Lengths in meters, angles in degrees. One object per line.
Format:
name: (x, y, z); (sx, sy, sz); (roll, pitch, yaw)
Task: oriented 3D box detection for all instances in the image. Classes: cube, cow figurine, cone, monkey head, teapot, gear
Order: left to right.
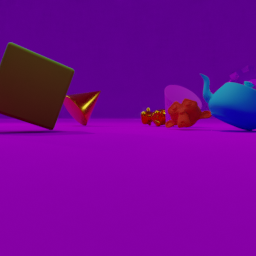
cube: (-1.743, -0.698, 4.950); (1.097, 1.097, 1.097); (20, -2, -25)
cone: (-1.269, -0.867, 8.869); (1.142, 1.137, 1.137); (-41, 21, -23)
cow figurine: (0.928, -0.337, 8.377); (1.064, 0.584, 1.047); (-6, 7, -3)
cone: (1.264, -0.421, 7.599); (1.062, 1.066, 1.062); (15, 40, -13)
monkey head: (1.215, -0.205, 5.903); (1.052, 0.757, 0.634); (-15, -41, 22)
teapot: (2.037, -0.488, 5.237); (1.702, 0.833, 1.058); (26, 2, 16)
gear: (2.901, -0.729, 6.496); (1.428, 1.428, 0.264); (0, -8, -13)
